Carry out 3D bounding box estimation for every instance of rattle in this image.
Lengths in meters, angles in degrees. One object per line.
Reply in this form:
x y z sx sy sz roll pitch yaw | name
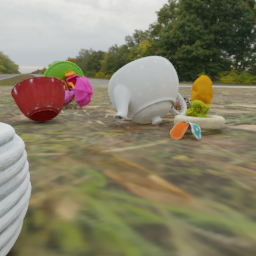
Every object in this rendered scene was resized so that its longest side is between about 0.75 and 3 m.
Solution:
1.636 -0.522 6.664 1.292 1.418 1.984 28 19 34 | rattle

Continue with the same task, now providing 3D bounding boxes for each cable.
-2.119 0.501 1.932 2.742 0.949 2.741 -2 10 -9 | cable

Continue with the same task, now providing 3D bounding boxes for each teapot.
0.599 -0.849 7.983 2.201 1.608 2.173 -22 -16 0 | teapot

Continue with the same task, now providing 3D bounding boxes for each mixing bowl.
-2.533 -0.729 8.244 1.585 0.859 1.585 -15 -19 -5 | mixing bowl

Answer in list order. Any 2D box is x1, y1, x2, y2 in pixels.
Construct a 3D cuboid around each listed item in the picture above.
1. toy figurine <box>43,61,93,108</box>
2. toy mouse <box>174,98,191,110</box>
-2.763 -1.654 12.502 2.830 2.124 2.604 -28 31 -21 | toy figurine
2.161 -0.872 10.886 2.511 0.486 2.232 -1 10 -5 | toy mouse
